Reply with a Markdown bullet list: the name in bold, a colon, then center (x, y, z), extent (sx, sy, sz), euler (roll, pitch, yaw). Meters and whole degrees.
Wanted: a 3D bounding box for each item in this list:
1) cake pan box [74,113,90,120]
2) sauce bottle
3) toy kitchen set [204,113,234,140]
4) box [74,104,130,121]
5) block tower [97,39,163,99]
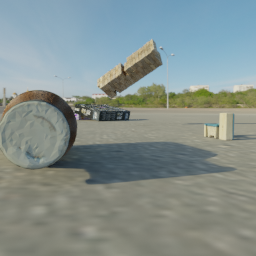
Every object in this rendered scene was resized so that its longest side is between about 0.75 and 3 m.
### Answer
- **cake pan box**: center (-3.095, -0.850, 18.547), extent (2.082, 0.591, 2.260), euler (6, 6, 37)
- **sauce bottle**: center (-1.053, -0.031, 3.446), extent (0.874, 0.874, 2.703), euler (-1, 3, -17)
- **toy kitchen set**: center (2.235, -0.062, 6.271), extent (0.769, 0.565, 0.959), euler (-1, 4, -16)
- **box**: center (-1.512, -0.960, 16.820), extent (2.146, 0.583, 2.678), euler (18, 14, 37)
- **block tower**: center (0.068, -2.143, 10.609), extent (2.710, 0.732, 0.783), euler (-32, -49, 26)
